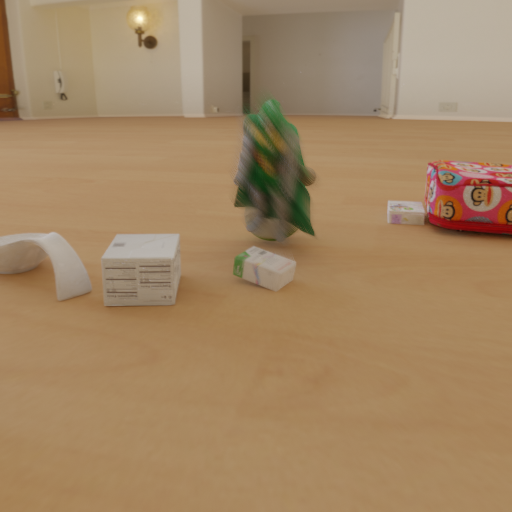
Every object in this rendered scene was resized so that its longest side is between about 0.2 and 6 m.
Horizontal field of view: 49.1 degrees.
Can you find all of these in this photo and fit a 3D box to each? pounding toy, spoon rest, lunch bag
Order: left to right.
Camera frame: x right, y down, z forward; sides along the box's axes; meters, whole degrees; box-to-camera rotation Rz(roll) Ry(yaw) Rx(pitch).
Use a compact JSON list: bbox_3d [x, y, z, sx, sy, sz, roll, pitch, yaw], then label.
[{"bbox_3d":[-3.479,-0.050,8.658,2.622,0.795,1.303,16,24,39],"label":"spoon rest"},{"bbox_3d":[0.513,-0.918,10.759,1.222,1.584,0.735,9,-17,26],"label":"pounding toy"},{"bbox_3d":[4.994,-1.313,11.837,2.651,1.233,3.010,4,18,13],"label":"lunch bag"}]

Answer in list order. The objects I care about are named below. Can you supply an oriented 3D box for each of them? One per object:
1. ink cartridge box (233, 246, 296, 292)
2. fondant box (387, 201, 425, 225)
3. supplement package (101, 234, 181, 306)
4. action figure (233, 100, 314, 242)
[{"bbox_3d":[0.128,0.188,8.437,0.775,0.326,0.561,21,28,25],"label":"ink cartridge box"},{"bbox_3d":[3.267,-0.951,12.265,0.751,0.303,1.040,4,17,12],"label":"fondant box"},{"bbox_3d":[-1.618,0.170,8.081,0.978,0.696,1.255,-1,17,-4],"label":"supplement package"},{"bbox_3d":[0.216,-1.353,9.009,1.605,2.717,0.743,17,54,15],"label":"action figure"}]
